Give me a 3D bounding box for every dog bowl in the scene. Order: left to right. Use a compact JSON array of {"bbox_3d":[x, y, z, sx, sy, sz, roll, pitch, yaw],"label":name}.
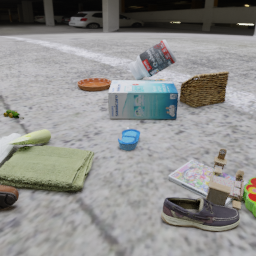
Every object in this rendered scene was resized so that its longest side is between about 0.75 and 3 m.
[{"bbox_3d":[0.049,0.416,9.911,0.680,0.302,1.220,5,24,12],"label":"dog bowl"}]

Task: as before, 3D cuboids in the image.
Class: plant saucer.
[{"bbox_3d":[-1.978,-2.579,16.610,2.018,0.326,2.018,-1,24,0],"label":"plant saucer"}]

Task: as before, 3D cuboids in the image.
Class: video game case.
[{"bbox_3d":[2.176,1.459,7.745,1.740,0.157,1.246,22,32,39],"label":"video game case"}]

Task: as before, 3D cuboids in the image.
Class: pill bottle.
[{"bbox_3d":[1.162,-3.179,13.449,2.093,1.213,1.213,-30,19,15],"label":"pill bottle"}]

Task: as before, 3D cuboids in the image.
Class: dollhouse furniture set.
[{"bbox_3d":[2.519,1.269,7.067,0.850,0.726,1.640,15,39,16],"label":"dollhouse furniture set"}]

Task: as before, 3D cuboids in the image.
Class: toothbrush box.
[{"bbox_3d":[0.653,-1.336,12.672,2.941,1.254,2.153,0,24,3],"label":"toothbrush box"}]

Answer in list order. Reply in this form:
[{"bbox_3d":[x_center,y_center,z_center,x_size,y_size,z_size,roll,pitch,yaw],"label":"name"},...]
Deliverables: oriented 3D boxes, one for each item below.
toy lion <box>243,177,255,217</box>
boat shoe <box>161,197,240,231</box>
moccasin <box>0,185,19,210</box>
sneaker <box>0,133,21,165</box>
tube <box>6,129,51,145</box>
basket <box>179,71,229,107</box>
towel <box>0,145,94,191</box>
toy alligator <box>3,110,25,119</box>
[{"bbox_3d":[4.060,1.704,6.680,2.249,0.772,2.155,21,39,38],"label":"toy lion"},{"bbox_3d":[1.642,1.871,6.309,1.757,0.569,0.632,3,24,7],"label":"boat shoe"},{"bbox_3d":[-3.650,1.571,6.899,2.058,0.753,0.795,-5,31,13],"label":"moccasin"},{"bbox_3d":[-4.191,0.487,8.688,1.155,0.737,1.999,33,21,-12],"label":"sneaker"},{"bbox_3d":[-3.127,0.339,9.187,0.475,0.531,1.828,37,11,6],"label":"tube"},{"bbox_3d":[3.711,-2.120,13.986,2.175,1.620,1.552,-12,27,-23],"label":"basket"},{"bbox_3d":[-2.337,1.129,8.126,2.523,0.460,1.872,4,25,7],"label":"towel"},{"bbox_3d":[-4.997,-0.623,12.253,1.191,0.286,0.395,10,26,21],"label":"toy alligator"}]
